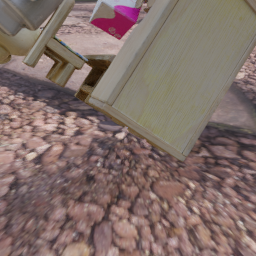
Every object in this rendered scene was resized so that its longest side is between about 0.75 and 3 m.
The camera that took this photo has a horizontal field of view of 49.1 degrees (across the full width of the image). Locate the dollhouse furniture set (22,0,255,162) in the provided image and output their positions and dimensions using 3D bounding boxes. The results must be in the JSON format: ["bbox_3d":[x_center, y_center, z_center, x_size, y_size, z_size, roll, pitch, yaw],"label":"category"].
[{"bbox_3d":[0.142,-0.992,4.033,2.461,1.866,2.808,33,-1,-27],"label":"dollhouse furniture set"}]

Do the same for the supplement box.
[{"bbox_3d":[-0.217,-4.794,10.098,1.344,1.372,2.655,26,66,-21],"label":"supplement box"}]

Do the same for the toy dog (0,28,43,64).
[{"bbox_3d":[-3.436,-2.854,6.942,2.442,2.519,1.758,25,73,22],"label":"toy dog"}]

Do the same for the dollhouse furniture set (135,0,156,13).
[{"bbox_3d":[1.270,-3.690,9.228,1.750,1.163,1.534,18,3,44],"label":"dollhouse furniture set"}]

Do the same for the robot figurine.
[{"bbox_3d":[-1.338,-2.020,3.914,1.566,0.884,1.328,-49,43,-4],"label":"robot figurine"}]
